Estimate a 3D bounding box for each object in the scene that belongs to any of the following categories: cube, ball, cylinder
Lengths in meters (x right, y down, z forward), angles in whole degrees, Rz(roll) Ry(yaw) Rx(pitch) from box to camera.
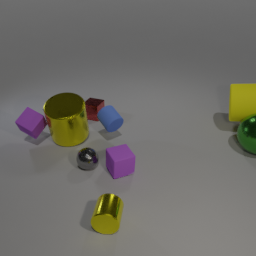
[{"bbox_3d":[-0.241,1.018,8.612,0.700,0.700,0.700,-12,36,-22],"label":"cube"},{"bbox_3d":[-1.431,-0.787,11.743,0.700,0.700,0.700,11,32,17],"label":"cube"},{"bbox_3d":[-3.338,-0.169,9.715,0.700,0.700,0.700,28,67,7],"label":"cube"},{"bbox_3d":[4.390,0.197,9.365,1.400,1.400,1.400,0,31,0],"label":"ball"},{"bbox_3d":[-0.494,2.093,6.853,0.700,0.700,0.700,4,31,7],"label":"cylinder"},{"bbox_3d":[-2.145,-0.298,9.922,1.400,1.400,1.400,0,46,0],"label":"cylinder"},{"bbox_3d":[-0.627,-0.326,9.930,0.700,0.700,0.700,-21,57,-31],"label":"cylinder"},{"bbox_3d":[4.495,-0.928,10.333,1.400,1.400,1.400,2,30,18],"label":"cylinder"},{"bbox_3d":[-1.273,0.961,8.819,0.700,0.700,0.700,0,31,0],"label":"ball"}]
